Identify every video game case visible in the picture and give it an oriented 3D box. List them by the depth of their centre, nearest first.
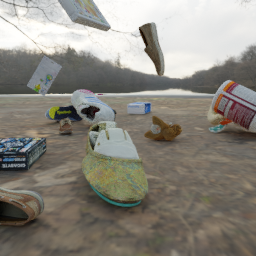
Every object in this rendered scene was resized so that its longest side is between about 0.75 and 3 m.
[{"bbox_3d":[-1.197,-2.926,5.980,0.222,1.765,1.939,-34,3,20],"label":"video game case"}]

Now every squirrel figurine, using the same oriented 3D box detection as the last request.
[{"bbox_3d":[1.171,0.088,8.742,1.008,0.713,0.941,21,8,28],"label":"squirrel figurine"}]

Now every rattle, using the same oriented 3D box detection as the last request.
[{"bbox_3d":[4.100,-0.278,10.680,1.760,1.931,2.704,-34,18,21],"label":"rattle"}]

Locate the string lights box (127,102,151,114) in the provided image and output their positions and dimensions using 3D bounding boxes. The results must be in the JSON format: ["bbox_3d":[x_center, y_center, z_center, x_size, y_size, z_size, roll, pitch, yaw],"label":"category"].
[{"bbox_3d":[0.710,-1.220,16.845,0.997,0.572,1.940,3,9,18],"label":"string lights box"}]

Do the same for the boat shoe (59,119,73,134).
[{"bbox_3d":[-2.228,-0.079,9.911,0.490,0.465,1.294,-3,9,-21],"label":"boat shoe"}]

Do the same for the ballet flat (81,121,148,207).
[{"bbox_3d":[-0.320,0.397,5.115,1.050,1.050,2.971,-2,9,-11],"label":"ballet flat"}]

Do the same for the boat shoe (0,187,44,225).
[{"bbox_3d":[-1.645,0.963,3.427,1.159,0.439,0.416,-1,10,3],"label":"boat shoe"}]

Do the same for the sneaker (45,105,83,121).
[{"bbox_3d":[-2.905,-0.664,12.880,1.920,0.710,0.790,2,-10,-44],"label":"sneaker"}]

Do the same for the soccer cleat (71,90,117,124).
[{"bbox_3d":[-1.747,-0.949,11.722,1.274,1.031,2.951,0,23,-46],"label":"soccer cleat"}]

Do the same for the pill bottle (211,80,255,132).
[{"bbox_3d":[3.892,-0.592,9.015,2.131,1.168,1.168,35,26,28],"label":"pill bottle"}]

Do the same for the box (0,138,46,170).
[{"bbox_3d":[-2.651,0.536,6.258,1.292,0.374,1.625,-1,9,-4],"label":"box"}]

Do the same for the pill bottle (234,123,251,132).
[{"bbox_3d":[4.494,-0.217,9.846,0.760,0.760,1.340,-7,11,-39],"label":"pill bottle"}]

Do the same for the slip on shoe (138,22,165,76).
[{"bbox_3d":[1.117,-3.670,13.162,0.777,2.566,0.975,-12,2,-9],"label":"slip on shoe"}]

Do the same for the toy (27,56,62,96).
[{"bbox_3d":[-3.038,-1.892,10.255,0.734,1.275,0.301,32,4,-7],"label":"toy"}]
